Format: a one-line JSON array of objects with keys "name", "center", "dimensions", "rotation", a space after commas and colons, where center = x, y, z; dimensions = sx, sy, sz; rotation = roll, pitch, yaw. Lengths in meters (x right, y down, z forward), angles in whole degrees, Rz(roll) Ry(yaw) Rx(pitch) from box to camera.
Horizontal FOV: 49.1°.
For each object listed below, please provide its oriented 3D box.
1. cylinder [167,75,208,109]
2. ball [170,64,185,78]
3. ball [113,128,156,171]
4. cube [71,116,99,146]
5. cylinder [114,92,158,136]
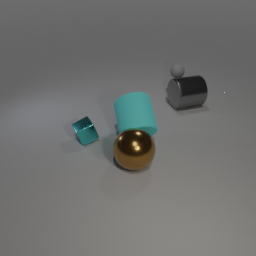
[{"name": "cylinder", "center": [2.747, -1.686, 13.079], "dimensions": [1.400, 1.400, 1.400], "rotation": [-10, 33, -16]}, {"name": "ball", "center": [2.420, -2.778, 13.712], "dimensions": [0.700, 0.700, 0.700], "rotation": [0, 31, 0]}, {"name": "ball", "center": [0.208, 0.694, 9.219], "dimensions": [1.400, 1.400, 1.400], "rotation": [0, 31, 0]}, {"name": "cube", "center": [-1.624, 0.112, 10.660], "dimensions": [0.700, 0.700, 0.700], "rotation": [-29, 39, -11]}, {"name": "cylinder", "center": [0.274, -0.404, 10.422], "dimensions": [1.400, 1.400, 1.400], "rotation": [-7, 68, -12]}]
